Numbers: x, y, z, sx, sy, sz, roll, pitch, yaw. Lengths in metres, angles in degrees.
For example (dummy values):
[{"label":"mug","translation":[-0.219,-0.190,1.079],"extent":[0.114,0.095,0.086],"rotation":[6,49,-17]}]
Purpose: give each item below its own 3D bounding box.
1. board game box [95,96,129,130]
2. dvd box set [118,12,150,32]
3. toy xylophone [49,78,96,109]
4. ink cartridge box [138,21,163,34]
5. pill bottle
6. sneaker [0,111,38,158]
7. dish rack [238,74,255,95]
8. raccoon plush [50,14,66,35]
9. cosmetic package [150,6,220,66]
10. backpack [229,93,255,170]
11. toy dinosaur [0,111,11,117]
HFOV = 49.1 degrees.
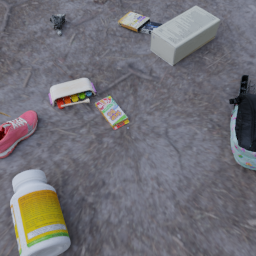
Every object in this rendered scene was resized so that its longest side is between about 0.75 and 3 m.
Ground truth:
[{"label":"board game box","translation":[-0.610,-0.600,10.757],"extent":[0.686,0.215,1.435],"rotation":[-29,64,-17]},{"label":"dvd box set","translation":[0.280,-5.198,13.650],"extent":[1.326,0.195,0.971],"rotation":[32,67,31]},{"label":"toy xylophone","translation":[-2.193,-1.318,11.052],"extent":[1.899,0.477,1.390],"rotation":[-10,57,-6]},{"label":"ink cartridge box","translation":[1.133,-4.839,13.557],"extent":[1.386,0.272,0.689],"rotation":[15,58,11]},{"label":"pill bottle","translation":[-2.590,2.437,8.014],"extent":[1.312,1.312,2.363],"rotation":[-19,58,-13]},{"label":"sneaker","translation":[-3.984,0.076,9.841],"extent":[0.795,0.936,2.157],"rotation":[26,59,16]},{"label":"dish rack","translation":[5.286,-1.259,11.001],"extent":[1.905,0.520,1.461],"rotation":[16,58,10]},{"label":"raccoon plush","translation":[-3.266,-5.046,13.684],"extent":[0.808,0.584,1.206],"rotation":[-21,86,-29]},{"label":"cosmetic package","translation":[2.562,-4.215,12.651],"extent":[2.924,1.069,1.514],"rotation":[-35,63,-20]},{"label":"backpack","translation":[4.413,0.123,9.384],"extent":[2.090,1.585,2.505],"rotation":[4,52,27]},{"label":"toy dinosaur","translation":[-3.486,-0.311,6.448],"extent":[1.352,0.408,0.718],"rotation":[-25,100,-14]}]
